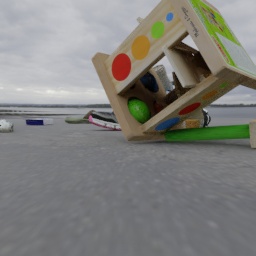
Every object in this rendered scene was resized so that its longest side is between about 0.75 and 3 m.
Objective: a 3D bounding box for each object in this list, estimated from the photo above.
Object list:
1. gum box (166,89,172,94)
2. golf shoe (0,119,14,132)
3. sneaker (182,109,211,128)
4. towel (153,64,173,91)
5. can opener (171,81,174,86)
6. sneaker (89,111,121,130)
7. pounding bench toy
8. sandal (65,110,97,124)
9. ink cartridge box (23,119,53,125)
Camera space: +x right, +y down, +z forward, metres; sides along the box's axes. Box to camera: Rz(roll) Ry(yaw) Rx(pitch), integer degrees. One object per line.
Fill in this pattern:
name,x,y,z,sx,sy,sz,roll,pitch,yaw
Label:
gum box,1.874,-0.688,9.952,1.165,0.305,1.371,25,-21,19
golf shoe,-3.760,-0.051,8.262,0.951,0.372,0.463,1,8,45
sneaker,1.784,-0.317,7.542,1.086,0.937,2.478,0,3,-4
towel,0.610,-1.386,9.778,1.806,0.311,1.197,-25,-43,11
can opener,1.563,-1.769,10.879,1.091,0.363,0.287,-1,10,21
sneaker,0.143,-0.573,9.382,2.889,1.263,1.066,0,3,-11
pounding bench toy,0.973,-0.521,4.950,1.790,2.881,2.247,0,-30,-49
sandal,-2.384,-0.697,17.117,2.911,0.831,1.156,-1,3,-12
ink cartridge box,-4.570,-0.322,14.359,0.904,0.354,1.909,1,0,2
